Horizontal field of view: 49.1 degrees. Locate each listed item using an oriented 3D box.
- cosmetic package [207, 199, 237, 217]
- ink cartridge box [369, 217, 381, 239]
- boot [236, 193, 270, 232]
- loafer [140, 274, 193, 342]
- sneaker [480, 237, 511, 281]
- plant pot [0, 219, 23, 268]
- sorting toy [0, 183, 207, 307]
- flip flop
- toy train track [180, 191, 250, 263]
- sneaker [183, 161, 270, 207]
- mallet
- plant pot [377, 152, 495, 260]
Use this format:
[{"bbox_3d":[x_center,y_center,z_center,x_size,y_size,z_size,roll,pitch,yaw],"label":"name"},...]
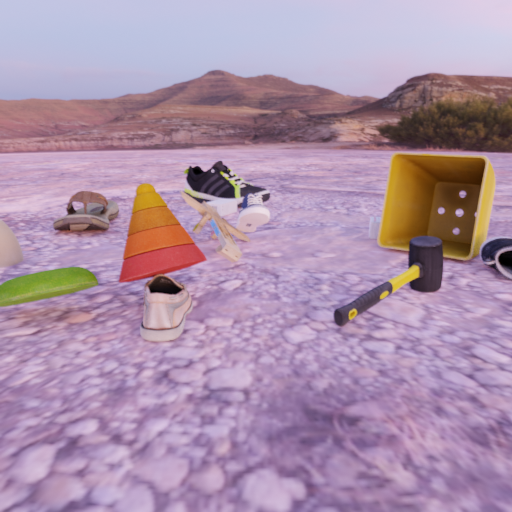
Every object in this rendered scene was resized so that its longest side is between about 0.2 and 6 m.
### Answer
[{"bbox_3d":[-1.028,-1.448,16.700,0.541,0.380,1.066,8,15,23],"label":"cosmetic package"},{"bbox_3d":[3.244,-0.663,13.432,1.046,0.441,0.764,2,14,9],"label":"ink cartridge box"},{"bbox_3d":[-0.082,-1.071,12.336,0.622,0.773,1.711,11,-11,-14],"label":"boot"},{"bbox_3d":[-1.287,0.567,8.021,0.742,0.649,2.065,-1,14,-6],"label":"loafer"},{"bbox_3d":[5.059,0.062,9.952,2.023,0.764,1.151,-1,13,22],"label":"sneaker"},{"bbox_3d":[-5.312,-0.285,11.047,1.282,0.861,1.282,0,13,0],"label":"plant pot"},{"bbox_3d":[-2.818,-0.118,7.972,4.084,1.407,1.416,-12,-2,-16],"label":"sorting toy"},{"bbox_3d":[-4.378,-1.263,14.715,1.384,0.982,3.412,0,14,-1],"label":"flip flop"},{"bbox_3d":[-0.912,-0.471,12.128,1.929,0.547,3.364,34,8,-21],"label":"toy train track"},{"bbox_3d":[-1.122,-2.408,18.434,3.417,1.415,1.225,9,16,31],"label":"sneaker"},{"bbox_3d":[2.069,0.325,8.523,0.559,0.895,2.718,13,19,42],"label":"mallet"},{"bbox_3d":[4.073,-1.029,12.063,2.044,2.044,1.803,11,5,39],"label":"plant pot"}]
